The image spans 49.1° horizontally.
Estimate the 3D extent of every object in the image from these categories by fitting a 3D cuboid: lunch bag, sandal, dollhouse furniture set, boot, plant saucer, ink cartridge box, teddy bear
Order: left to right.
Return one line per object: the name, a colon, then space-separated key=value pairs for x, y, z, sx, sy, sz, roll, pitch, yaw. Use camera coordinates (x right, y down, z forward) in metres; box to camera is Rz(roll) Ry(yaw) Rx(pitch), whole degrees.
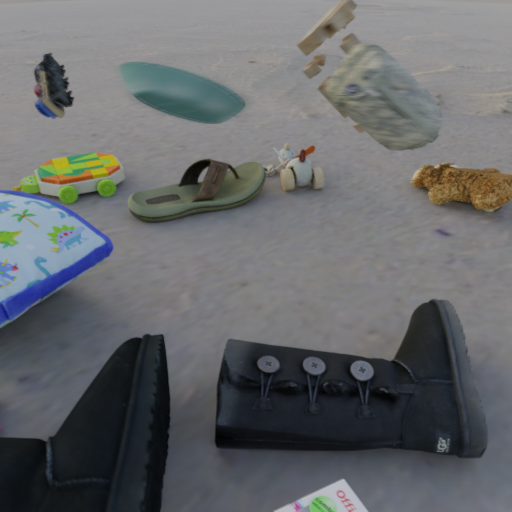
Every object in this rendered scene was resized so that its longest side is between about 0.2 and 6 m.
lunch bag: x=-4.034 y=0.169 z=8.618 sx=2.886 sy=1.839 sz=2.454 roll=7 pitch=31 yaw=30
boot: x=-2.422 y=2.169 z=5.956 sx=2.852 sy=1.288 sz=3.480 roll=-3 pitch=33 yaw=-1
plant saucer: x=-0.808 y=-1.697 z=6.033 sx=1.373 sy=0.247 sz=1.373 roll=14 pitch=0 yaw=0
sandal: x=-1.191 y=-1.581 z=12.323 sx=3.317 sy=0.946 sz=1.317 roll=-19 pitch=36 yaw=-28
ink cartridge box: x=0.469 y=2.876 z=4.975 sx=1.315 sy=0.960 sz=0.965 roll=-15 pitch=36 yaw=-23
boot: x=1.118 y=1.457 z=7.420 sx=3.135 sy=1.029 sz=2.584 roll=-1 pitch=29 yaw=7
dollhouse furniture set: x=2.145 y=-3.881 z=11.291 sx=1.156 sy=2.368 sz=2.020 roll=-50 pitch=14 yaw=-12
lunch bag: x=2.153 y=-2.603 z=9.304 sx=1.732 sy=1.207 sz=1.453 roll=33 pitch=13 yaw=-26
teddy bear: x=4.675 y=-1.562 z=12.621 sx=2.505 sy=0.836 sz=1.817 roll=17 pitch=27 yaw=39

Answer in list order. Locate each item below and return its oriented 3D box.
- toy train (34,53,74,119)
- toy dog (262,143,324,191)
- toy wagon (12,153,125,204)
toy train: x=-3.342 y=-2.753 z=9.056 sx=0.560 sy=0.417 sz=2.446 roll=-40 pitch=38 yaw=5
toy dog: x=0.909 y=-2.322 z=13.501 sx=1.354 sy=0.989 sz=2.053 roll=-18 pitch=36 yaw=-27
toy wagon: x=-4.433 y=-1.846 z=13.196 sx=2.514 sy=0.497 sz=1.950 roll=-13 pitch=33 yaw=-21
